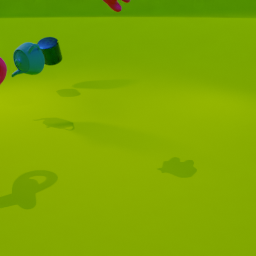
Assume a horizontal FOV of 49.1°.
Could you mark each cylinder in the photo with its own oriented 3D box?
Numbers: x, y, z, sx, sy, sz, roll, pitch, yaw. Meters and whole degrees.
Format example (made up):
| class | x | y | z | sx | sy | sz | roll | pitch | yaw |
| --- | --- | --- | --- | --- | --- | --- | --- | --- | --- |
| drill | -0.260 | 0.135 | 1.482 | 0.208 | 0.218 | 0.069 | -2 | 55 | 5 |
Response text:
| class | x | y | z | sx | sy | sz | roll | pitch | yaw |
| --- | --- | --- | --- | --- | --- | --- | --- | --- | --- |
| cylinder | -3.335 | -3.288 | 12.001 | 0.878 | 0.878 | 0.878 | -1 | 50 | 1 |

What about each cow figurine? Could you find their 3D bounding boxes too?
| class | x | y | z | sx | sy | sz | roll | pitch | yaw |
| --- | --- | --- | --- | --- | --- | --- | --- | --- | --- |
| cow figurine | -0.557 | -3.184 | 5.971 | 1.173 | 0.655 | 1.192 | 22 | 41 | -46 |

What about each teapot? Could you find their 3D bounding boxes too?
| class | x | y | z | sx | sy | sz | roll | pitch | yaw |
| --- | --- | --- | --- | --- | --- | --- | --- | --- | --- |
| teapot | -3.202 | -2.115 | 8.837 | 1.629 | 1.013 | 0.798 | -36 | 0 | 41 |

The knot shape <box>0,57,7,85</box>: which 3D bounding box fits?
| class | x | y | z | sx | sy | sz | roll | pitch | yaw |
| --- | --- | --- | --- | --- | --- | --- | --- | --- | --- |
| knot shape | -3.137 | -1.015 | 5.442 | 0.691 | 1.495 | 1.399 | -3 | 58 | 24 |
